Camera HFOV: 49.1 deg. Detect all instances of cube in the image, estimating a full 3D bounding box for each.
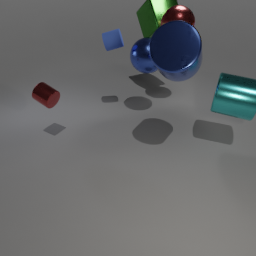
[{"bbox_3d":[1.435,-5.026,12.785,1.400,1.400,1.400,-17,0,-24],"label":"cube"}]

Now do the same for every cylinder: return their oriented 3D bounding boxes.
[{"bbox_3d":[-2.872,-1.148,9.833,0.700,0.700,0.700,32,40,12],"label":"cylinder"},{"bbox_3d":[1.408,-2.147,8.056,1.400,1.400,1.400,10,2,15],"label":"cylinder"},{"bbox_3d":[-0.589,-3.463,11.015,0.700,0.700,0.700,-14,31,8],"label":"cylinder"},{"bbox_3d":[3.707,-1.084,9.640,1.400,1.400,1.400,15,34,14],"label":"cylinder"}]

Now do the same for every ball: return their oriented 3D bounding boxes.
[{"bbox_3d":[0.773,-2.886,11.170,1.400,1.400,1.400,0,31,0],"label":"ball"},{"bbox_3d":[2.004,-4.200,11.299,1.400,1.400,1.400,0,31,0],"label":"ball"}]
